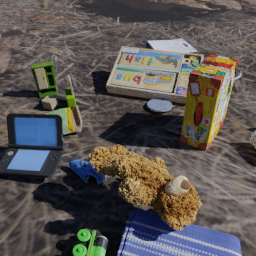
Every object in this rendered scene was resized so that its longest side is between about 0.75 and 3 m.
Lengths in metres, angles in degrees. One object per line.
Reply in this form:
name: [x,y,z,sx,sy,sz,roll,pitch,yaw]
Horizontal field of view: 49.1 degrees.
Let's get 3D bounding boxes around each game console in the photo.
game console: [-2.247,0.373,6.323,1.429,0.845,1.220,1,42,12]

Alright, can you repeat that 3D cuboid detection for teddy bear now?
teddy bear: [0.305,0.857,5.095,1.615,0.744,2.228,16,13,-44]

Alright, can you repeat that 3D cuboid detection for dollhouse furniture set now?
dollhouse furniture set: [-2.236,-0.890,8.128,1.404,1.084,2.809,-12,37,-11]

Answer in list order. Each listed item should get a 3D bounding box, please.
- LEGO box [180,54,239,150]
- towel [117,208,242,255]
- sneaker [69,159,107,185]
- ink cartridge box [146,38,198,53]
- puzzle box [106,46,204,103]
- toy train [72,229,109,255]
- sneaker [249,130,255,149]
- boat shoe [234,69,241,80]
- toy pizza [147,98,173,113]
LEGO box: [2.050,-0.680,7.127,0.755,1.957,1.457,20,40,26]
towel: [0.667,2.508,4.056,2.007,0.331,2.772,13,37,10]
sneaker: [-0.970,0.980,6.217,0.984,0.324,0.386,18,37,22]
ink cartridge box: [1.904,-3.466,12.380,1.799,0.365,1.796,-7,36,-10]
puzzle box: [0.939,-1.857,9.546,2.996,0.381,1.993,9,59,12]
toy train: [-0.702,2.423,4.168,0.572,0.423,2.028,12,36,0]
sneaker: [4.005,0.495,6.695,1.893,0.710,1.093,-7,40,8]
boat shoe: [3.915,-1.991,10.375,0.375,0.309,1.093,26,43,31]
toy pizza: [0.982,-0.686,8.717,0.801,0.127,0.801,-1,34,0]
